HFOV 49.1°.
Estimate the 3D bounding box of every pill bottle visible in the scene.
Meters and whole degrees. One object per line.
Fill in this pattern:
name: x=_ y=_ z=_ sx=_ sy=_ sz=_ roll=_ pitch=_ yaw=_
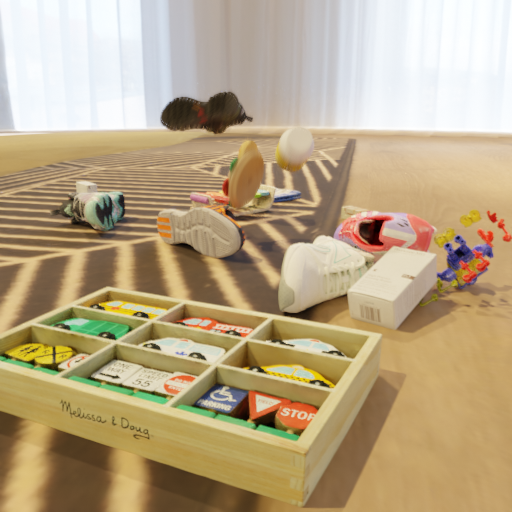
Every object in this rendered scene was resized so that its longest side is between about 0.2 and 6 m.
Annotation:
pill bottle: x=0.662 y=-1.834 z=9.566 sx=0.585 sy=0.585 sz=1.045 roll=-1 pitch=-5 yaw=-4

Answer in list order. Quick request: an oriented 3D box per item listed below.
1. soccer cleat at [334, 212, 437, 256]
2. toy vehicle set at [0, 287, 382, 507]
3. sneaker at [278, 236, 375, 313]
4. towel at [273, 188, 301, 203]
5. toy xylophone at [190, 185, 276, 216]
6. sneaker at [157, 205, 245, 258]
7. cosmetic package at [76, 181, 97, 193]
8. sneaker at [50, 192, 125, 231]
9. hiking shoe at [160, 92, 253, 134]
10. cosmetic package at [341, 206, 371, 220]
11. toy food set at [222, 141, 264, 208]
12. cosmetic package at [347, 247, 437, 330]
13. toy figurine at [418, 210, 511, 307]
soccer cleat: x=1.702 y=-0.351 z=8.520 sx=0.918 sy=0.801 sz=2.400 roll=15 pitch=0 yaw=-21
toy vehicle set: x=-0.724 y=1.010 z=5.147 sx=3.300 sy=0.437 sz=2.050 roll=7 pitch=18 yaw=24
sneaker: x=0.964 y=0.200 z=7.364 sx=0.902 sy=0.792 sz=2.252 roll=11 pitch=18 yaw=24
towel: x=0.172 y=-1.648 z=14.797 sx=1.287 sy=0.209 sz=1.752 roll=-14 pitch=21 yaw=-37
toy xylophone: x=-0.647 y=-1.289 z=12.954 sx=1.541 sy=0.529 sz=2.105 roll=13 pitch=20 yaw=39
sneaker: x=-0.701 y=-0.570 z=9.909 sx=1.222 sy=0.846 sz=2.181 roll=-16 pitch=22 yaw=-40
cosmetic package: x=-4.434 y=-1.711 z=14.664 sx=0.293 sy=0.402 sz=0.791 roll=-12 pitch=21 yaw=-37
sneaker: x=-3.563 y=-0.909 z=11.426 sx=1.387 sy=0.771 sz=1.982 roll=-1 pitch=7 yaw=1
hiking shoe: x=-1.075 y=-2.810 z=11.620 sx=1.936 sy=0.733 sz=0.975 roll=2 pitch=-16 yaw=28
cosmetic package: x=2.151 y=-0.891 z=12.054 sx=0.316 sy=0.266 sz=0.611 roll=-11 pitch=19 yaw=-33
toy food set: x=-0.216 y=-1.358 z=9.734 sx=0.267 sy=1.099 sz=1.088 roll=23 pitch=64 yaw=23
cosmetic package: x=1.703 y=0.364 z=6.907 sx=0.622 sy=0.453 sz=1.223 roll=13 pitch=36 yaw=36
toy figurine: x=2.797 y=0.249 z=7.633 sx=1.610 sy=0.965 sz=0.849 roll=-39 pitch=43 yaw=5
